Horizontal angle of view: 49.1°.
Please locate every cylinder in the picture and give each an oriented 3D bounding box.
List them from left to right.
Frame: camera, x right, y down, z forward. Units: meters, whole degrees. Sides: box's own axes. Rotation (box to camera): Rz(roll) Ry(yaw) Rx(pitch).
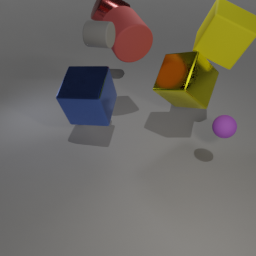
[{"bbox_3d":[-0.790,-2.584,7.736,0.700,0.700,0.700,10,34,16],"label":"cylinder"},{"bbox_3d":[-0.824,-5.419,13.035,1.400,1.400,1.400,21,25,-24],"label":"cylinder"},{"bbox_3d":[-0.054,-3.215,9.613,1.400,1.400,1.400,-12,50,-19],"label":"cylinder"}]

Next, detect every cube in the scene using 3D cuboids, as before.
[{"bbox_3d":[-1.278,-1.034,9.138,1.400,1.400,1.400,3,56,13],"label":"cube"},{"bbox_3d":[1.953,-1.584,9.457,1.400,1.400,1.400,28,-12,-40],"label":"cube"},{"bbox_3d":[3.111,-3.048,9.048,1.400,1.400,1.400,25,47,-3],"label":"cube"}]

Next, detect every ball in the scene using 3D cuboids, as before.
[{"bbox_3d":[2.869,-0.042,8.332,0.700,0.700,0.700,0,32,0],"label":"ball"}]
